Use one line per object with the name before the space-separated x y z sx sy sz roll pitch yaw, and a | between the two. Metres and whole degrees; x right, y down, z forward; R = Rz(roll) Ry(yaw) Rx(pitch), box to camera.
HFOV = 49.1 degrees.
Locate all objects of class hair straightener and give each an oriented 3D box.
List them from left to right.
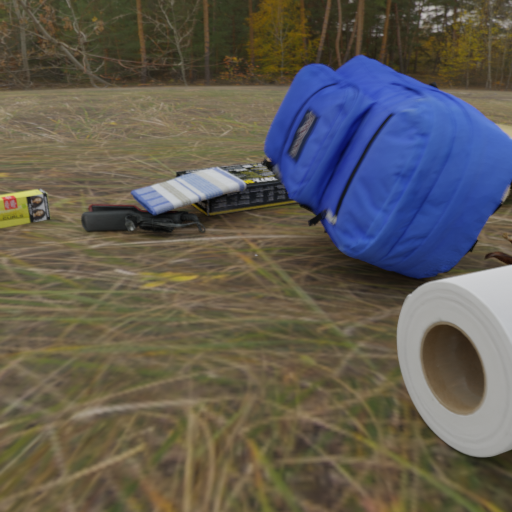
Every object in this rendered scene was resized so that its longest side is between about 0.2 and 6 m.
hair straightener | -2.418 -0.642 11.881 2.680 0.548 1.031 6 27 3

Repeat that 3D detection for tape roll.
tape roll | 2.448 1.016 5.719 1.209 1.761 1.761 -10 23 -23

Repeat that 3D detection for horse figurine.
horse figurine | 4.838 0.126 9.319 1.245 0.469 1.879 36 -12 -31

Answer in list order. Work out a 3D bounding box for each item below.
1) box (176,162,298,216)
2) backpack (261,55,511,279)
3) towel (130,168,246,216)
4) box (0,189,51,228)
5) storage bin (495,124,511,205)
box | -0.398 -1.786 14.381 2.799 0.691 2.235 -11 25 -25
backpack | 2.104 -1.529 9.928 3.349 3.243 3.992 10 28 -23
towel | -1.530 -1.466 12.665 2.271 0.270 1.668 -20 29 -23
box | -5.536 -1.001 12.395 1.781 0.670 0.446 -14 25 -34
storage bin | 6.348 -2.618 15.285 3.075 1.441 3.052 -17 31 -37
